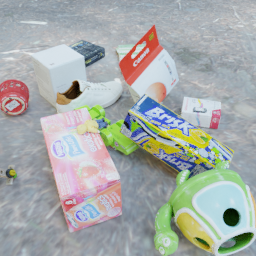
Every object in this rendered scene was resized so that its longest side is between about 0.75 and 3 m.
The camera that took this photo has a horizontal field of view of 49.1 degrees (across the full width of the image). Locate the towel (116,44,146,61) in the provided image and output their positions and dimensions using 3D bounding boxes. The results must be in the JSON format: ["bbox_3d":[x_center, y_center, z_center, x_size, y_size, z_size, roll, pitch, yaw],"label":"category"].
[{"bbox_3d":[0.491,-3.147,12.583,1.900,0.291,2.491,-4,39,-5],"label":"towel"}]

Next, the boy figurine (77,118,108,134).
[{"bbox_3d":[-0.875,-0.028,6.868,0.794,0.256,0.494,-19,51,-35],"label":"boy figurine"}]

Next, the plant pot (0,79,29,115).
[{"bbox_3d":[-3.856,-0.990,9.470,1.019,1.019,0.928,-12,45,-13],"label":"plant pot"}]

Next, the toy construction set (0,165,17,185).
[{"bbox_3d":[-3.502,1.055,7.264,1.082,0.997,1.297,-40,59,20],"label":"toy construction set"}]

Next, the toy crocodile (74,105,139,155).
[{"bbox_3d":[-0.765,0.019,8.553,2.583,0.797,0.872,33,49,27],"label":"toy crocodile"}]

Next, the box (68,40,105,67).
[{"bbox_3d":[-2.184,-3.264,12.542,1.486,0.481,1.884,27,48,27],"label":"box"}]

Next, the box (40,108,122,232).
[{"bbox_3d":[-1.214,0.888,6.942,1.299,1.408,2.743,-15,43,-17],"label":"box"}]

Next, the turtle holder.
[{"bbox_3d":[1.610,1.729,5.721,2.110,1.603,1.498,2,36,-22],"label":"turtle holder"}]

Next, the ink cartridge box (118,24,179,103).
[{"bbox_3d":[0.778,-1.774,8.996,0.581,2.319,1.881,28,69,32],"label":"ink cartridge box"}]

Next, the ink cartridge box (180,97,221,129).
[{"bbox_3d":[2.398,-0.512,9.267,1.242,0.532,0.916,10,42,9],"label":"ink cartridge box"}]

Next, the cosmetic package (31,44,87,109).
[{"bbox_3d":[-2.386,-1.832,9.955,1.361,1.636,1.369,-28,48,-29],"label":"cosmetic package"}]

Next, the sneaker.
[{"bbox_3d":[-1.242,-1.255,9.699,2.665,1.128,0.970,-30,47,-32],"label":"sneaker"}]

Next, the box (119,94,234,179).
[{"bbox_3d":[1.221,0.345,7.252,2.780,0.894,0.974,34,45,7],"label":"box"}]
